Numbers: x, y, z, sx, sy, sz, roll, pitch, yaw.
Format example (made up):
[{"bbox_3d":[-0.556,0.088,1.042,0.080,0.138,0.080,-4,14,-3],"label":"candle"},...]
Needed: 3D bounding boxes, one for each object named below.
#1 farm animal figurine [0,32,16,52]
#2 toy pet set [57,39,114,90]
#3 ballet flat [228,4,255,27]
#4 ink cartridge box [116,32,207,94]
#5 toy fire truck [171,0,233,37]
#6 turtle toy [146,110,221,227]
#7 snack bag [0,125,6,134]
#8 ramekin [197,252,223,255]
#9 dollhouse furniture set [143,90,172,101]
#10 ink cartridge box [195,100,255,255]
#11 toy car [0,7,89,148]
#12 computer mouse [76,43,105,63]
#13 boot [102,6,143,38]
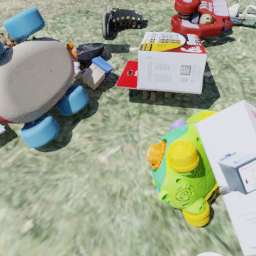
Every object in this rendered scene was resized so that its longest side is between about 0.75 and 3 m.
[{"bbox_3d":[-4.616,-2.942,10.053,1.510,0.788,1.494,-23,37,-12],"label":"farm animal figurine"},{"bbox_3d":[-1.293,-2.056,8.548,1.571,1.682,0.893,37,74,0],"label":"toy pet set"},{"bbox_3d":[4.771,-4.763,11.735,2.441,0.906,0.906,10,46,10],"label":"ballet flat"},{"bbox_3d":[0.973,-2.076,8.410,2.349,1.122,2.676,4,29,5],"label":"ink cartridge box"},{"bbox_3d":[2.862,-4.356,10.865,2.257,1.507,2.688,6,47,5],"label":"toy fire truck"},{"bbox_3d":[1.385,0.574,5.957,1.366,1.969,2.703,13,42,43],"label":"turtle toy"},{"bbox_3d":[-4.287,-0.022,6.710,1.786,0.203,1.894,42,54,7],"label":"snack bag"},{"bbox_3d":[1.422,2.635,4.734,0.900,0.439,0.900,0,46,0],"label":"ramekin"},{"bbox_3d":[0.927,-1.260,8.549,0.868,0.452,0.878,15,47,14],"label":"dollhouse furniture set"},{"bbox_3d":[1.484,0.526,3.225,1.078,0.632,1.472,7,60,-52],"label":"ink cartridge box"},{"bbox_3d":[-3.147,-1.168,7.522,2.973,2.741,2.630,-4,37,39],"label":"toy car"},{"bbox_3d":[-1.665,-2.481,9.703,1.886,0.497,1.306,-22,32,-20],"label":"computer mouse"},{"bbox_3d":[-0.218,-4.316,11.360,1.569,0.750,2.077,6,46,2],"label":"boot"}]
